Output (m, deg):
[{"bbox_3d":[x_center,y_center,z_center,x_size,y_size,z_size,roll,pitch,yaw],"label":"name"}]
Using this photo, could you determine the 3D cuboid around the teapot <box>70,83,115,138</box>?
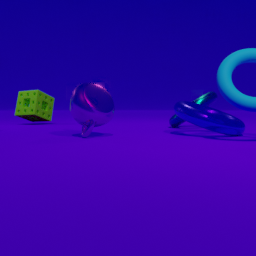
[{"bbox_3d":[-0.845,-0.495,6.271,1.037,1.667,0.816,26,-46,-28],"label":"teapot"}]

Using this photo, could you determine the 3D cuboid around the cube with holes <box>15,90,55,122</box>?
[{"bbox_3d":[-3.647,-0.842,11.003,0.974,0.974,0.974,-1,-14,24],"label":"cube with holes"}]

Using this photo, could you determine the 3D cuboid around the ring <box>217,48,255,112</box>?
[{"bbox_3d":[2.310,-0.900,5.160,1.309,1.309,0.262,1,-21,8],"label":"ring"}]

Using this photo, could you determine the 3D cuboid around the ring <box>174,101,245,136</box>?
[{"bbox_3d":[1.918,-0.256,6.671,1.716,0.343,1.716,16,15,-4],"label":"ring"}]

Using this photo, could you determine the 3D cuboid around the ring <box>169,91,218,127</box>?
[{"bbox_3d":[2.086,-0.589,9.002,1.754,0.351,1.754,-32,-7,-4],"label":"ring"}]
